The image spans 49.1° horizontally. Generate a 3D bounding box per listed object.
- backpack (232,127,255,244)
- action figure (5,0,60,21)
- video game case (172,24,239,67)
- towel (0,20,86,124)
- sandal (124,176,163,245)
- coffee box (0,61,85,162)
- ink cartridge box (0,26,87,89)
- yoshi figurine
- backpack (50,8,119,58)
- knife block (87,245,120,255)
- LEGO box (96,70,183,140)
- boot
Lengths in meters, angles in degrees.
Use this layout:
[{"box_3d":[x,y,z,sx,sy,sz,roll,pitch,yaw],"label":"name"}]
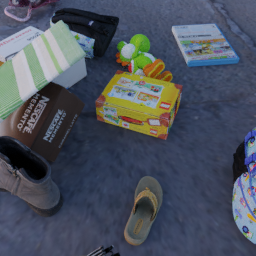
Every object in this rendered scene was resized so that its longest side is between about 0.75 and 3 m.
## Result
[{"box_3d":[3.041,1.228,5.423,1.935,1.426,2.120,12,51,11],"label":"backpack"},{"box_3d":[-3.737,-5.592,12.032,1.821,2.024,2.719,29,28,-12],"label":"action figure"},{"box_3d":[2.724,-3.074,10.174,1.763,0.219,2.463,-5,47,-5],"label":"video game case"},{"box_3d":[-1.960,-1.136,5.596,2.263,0.265,1.727,-36,46,4],"label":"towel"},{"box_3d":[0.335,1.611,5.735,0.609,0.409,1.516,15,49,13],"label":"sandal"},{"box_3d":[-2.808,-0.573,6.812,2.950,1.176,1.687,22,81,19],"label":"coffee box"},{"box_3d":[-2.780,-2.049,8.682,2.407,1.014,1.740,29,54,24],"label":"ink cartridge box"},{"box_3d":[0.539,-2.318,8.904,1.276,1.281,2.279,-12,44,-32],"label":"yoshi figurine"},{"box_3d":[-1.629,-3.309,9.644,2.144,1.649,1.749,23,56,-4],"label":"backpack"},{"box_3d":[-0.601,2.485,4.741,1.004,1.144,0.366,12,27,-27],"label":"knife block"},{"box_3d":[0.333,-0.680,7.599,1.959,0.756,1.459,17,50,15],"label":"LEGO box"},{"box_3d":[-2.418,0.705,5.715,2.519,1.658,0.879,20,52,17],"label":"boot"}]
